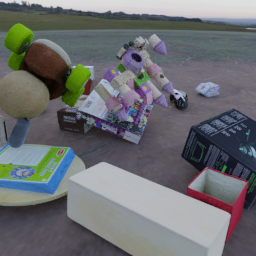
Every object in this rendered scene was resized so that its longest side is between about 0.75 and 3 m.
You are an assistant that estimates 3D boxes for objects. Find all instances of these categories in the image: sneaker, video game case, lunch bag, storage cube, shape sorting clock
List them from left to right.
[{"bbox_3d":[-2.516,1.065,6.977,2.900,0.569,2.900,2,19,-1],"label":"shape sorting clock"},{"bbox_3d":[-0.332,-0.680,9.767,2.204,0.435,2.431,22,37,2],"label":"video game case"},{"bbox_3d":[2.330,-1.288,12.174,0.702,0.654,1.771,2,24,-6],"label":"sneaker"},{"bbox_3d":[3.847,-1.870,13.556,0.897,0.571,0.761,-16,27,-16],"label":"lunch bag"},{"bbox_3d":[1.727,1.502,5.573,0.901,0.948,1.055,18,31,34],"label":"storage cube"}]

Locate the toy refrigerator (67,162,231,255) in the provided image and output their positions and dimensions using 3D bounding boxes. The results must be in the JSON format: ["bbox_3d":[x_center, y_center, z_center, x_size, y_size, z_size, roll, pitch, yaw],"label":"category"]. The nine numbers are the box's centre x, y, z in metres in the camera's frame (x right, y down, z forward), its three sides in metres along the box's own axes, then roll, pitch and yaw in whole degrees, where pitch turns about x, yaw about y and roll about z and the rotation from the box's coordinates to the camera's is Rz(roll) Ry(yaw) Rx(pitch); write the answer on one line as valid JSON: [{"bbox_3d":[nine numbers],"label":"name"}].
[{"bbox_3d":[0.246,1.663,5.217,2.860,1.000,1.086,17,22,32],"label":"toy refrigerator"}]

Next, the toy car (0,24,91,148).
[{"bbox_3d":[-2.823,-0.911,7.809,2.337,2.244,2.844,33,67,-7],"label":"toy car"}]

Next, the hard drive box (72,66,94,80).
[{"bbox_3d":[-2.768,-2.950,15.270,1.600,0.789,2.054,0,13,-1],"label":"hard drive box"}]

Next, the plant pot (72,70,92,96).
[{"bbox_3d":[-2.368,-2.075,13.420,1.049,1.189,1.191,4,21,-22],"label":"plant pot"}]

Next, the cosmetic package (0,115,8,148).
[{"bbox_3d":[-4.769,-0.037,8.919,1.996,1.032,0.871,19,29,34],"label":"cosmetic package"}]

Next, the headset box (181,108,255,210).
[{"bbox_3d":[2.801,0.651,6.835,1.898,1.011,2.180,-21,45,-36],"label":"headset box"}]

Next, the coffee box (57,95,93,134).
[{"bbox_3d":[-1.639,-0.558,10.343,1.052,0.733,1.840,8,27,19],"label":"coffee box"}]

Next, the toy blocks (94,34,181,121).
[{"bbox_3d":[0.556,-1.354,8.585,1.955,2.322,2.170,50,51,3],"label":"toy blocks"}]

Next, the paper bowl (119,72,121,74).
[{"bbox_3d":[-0.068,-2.668,15.203,1.236,0.643,1.236,0,24,0],"label":"paper bowl"}]
